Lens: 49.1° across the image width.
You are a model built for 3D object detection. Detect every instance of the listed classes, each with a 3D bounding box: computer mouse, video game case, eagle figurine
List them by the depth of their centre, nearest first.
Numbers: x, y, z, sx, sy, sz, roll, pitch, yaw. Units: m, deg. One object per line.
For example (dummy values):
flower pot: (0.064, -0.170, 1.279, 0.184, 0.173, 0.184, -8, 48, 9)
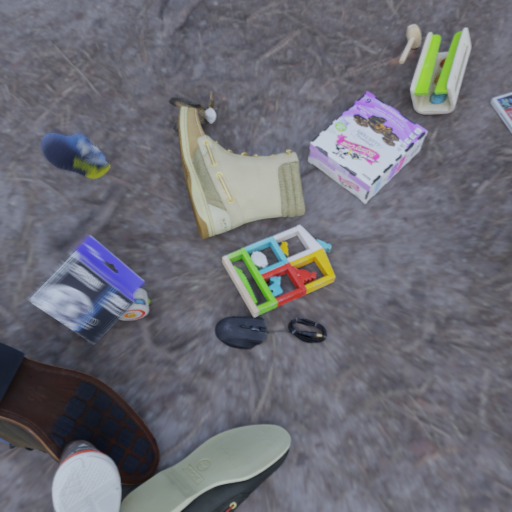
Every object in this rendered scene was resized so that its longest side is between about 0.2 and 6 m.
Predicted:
computer mouse: (0.227, 1.150, 8.624, 1.733, 0.295, 0.508, -1, 62, -1)
eagle figurine: (-1.164, -2.637, 10.411, 0.832, 0.628, 0.631, -13, 74, -18)
video game case: (5.414, -2.655, 10.605, 1.454, 0.167, 1.325, -18, 65, -8)

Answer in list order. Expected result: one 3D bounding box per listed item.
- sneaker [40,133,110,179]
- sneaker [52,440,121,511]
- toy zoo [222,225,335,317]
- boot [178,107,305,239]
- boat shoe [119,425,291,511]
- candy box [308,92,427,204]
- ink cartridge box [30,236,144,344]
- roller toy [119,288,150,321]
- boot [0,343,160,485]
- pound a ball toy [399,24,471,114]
sneaker: (-3.029, -1.727, 9.223, 0.511, 1.383, 0.569, -32, 68, 14)
sneaker: (-2.066, 3.472, 6.964, 0.974, 1.035, 2.527, 1, 97, -24)
toy zoo: (0.473, 0.166, 9.083, 1.748, 0.179, 1.147, -22, 62, -17)
boot: (-0.295, -1.616, 9.660, 1.939, 0.908, 2.494, -12, 65, -6)
boat shoe: (-0.581, 3.056, 7.451, 2.429, 0.761, 0.888, -24, 29, -25)
candy box: (1.970, -1.953, 10.007, 1.373, 0.586, 1.637, 40, 70, 18)
ink cartridge box: (-2.279, 0.498, 7.775, 1.159, 1.148, 0.251, -49, 38, -7)
roller toy: (-1.946, 0.766, 8.678, 0.580, 0.529, 0.405, -11, 64, -5)
boot: (-2.873, 2.191, 7.790, 3.158, 1.531, 1.180, 36, 58, -14)
pound a ball toy: (3.392, -3.625, 10.862, 1.235, 0.805, 1.894, 6, 60, 31)
